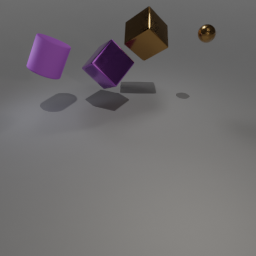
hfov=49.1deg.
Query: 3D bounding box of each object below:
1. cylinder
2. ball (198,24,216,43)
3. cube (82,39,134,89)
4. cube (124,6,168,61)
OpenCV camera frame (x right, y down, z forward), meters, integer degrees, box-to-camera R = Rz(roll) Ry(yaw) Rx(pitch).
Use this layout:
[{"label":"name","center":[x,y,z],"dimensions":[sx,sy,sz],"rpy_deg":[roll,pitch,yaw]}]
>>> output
[{"label":"cylinder","center":[-3.204,-2.887,11.348],"dimensions":[1.400,1.400,1.400],"rpy_deg":[22,17,-7]},{"label":"ball","center":[3.137,-3.762,11.153],"dimensions":[0.700,0.700,0.700],"rpy_deg":[0,31,0]},{"label":"cube","center":[-0.875,-2.700,12.102],"dimensions":[1.400,1.400,1.400],"rpy_deg":[-54,23,-14]},{"label":"cube","center":[0.815,-4.132,12.400],"dimensions":[1.400,1.400,1.400],"rpy_deg":[-22,53,36]}]
